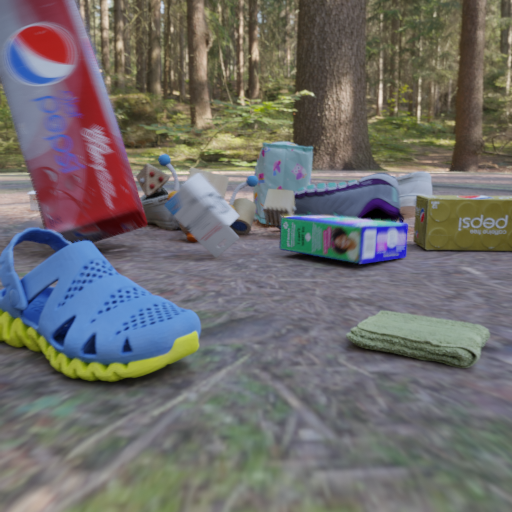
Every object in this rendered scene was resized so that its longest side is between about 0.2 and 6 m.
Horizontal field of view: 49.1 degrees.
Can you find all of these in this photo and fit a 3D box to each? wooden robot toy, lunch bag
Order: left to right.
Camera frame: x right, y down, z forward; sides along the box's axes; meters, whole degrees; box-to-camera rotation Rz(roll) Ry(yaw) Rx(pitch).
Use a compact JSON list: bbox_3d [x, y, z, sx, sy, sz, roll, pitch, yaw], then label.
[{"bbox_3d":[-0.981,-0.814,11.517,3.435,1.558,1.513,13,-33,-3],"label":"wooden robot toy"},{"bbox_3d":[0.623,-1.834,14.019,1.425,1.991,2.337,4,10,-4],"label":"lunch bag"}]

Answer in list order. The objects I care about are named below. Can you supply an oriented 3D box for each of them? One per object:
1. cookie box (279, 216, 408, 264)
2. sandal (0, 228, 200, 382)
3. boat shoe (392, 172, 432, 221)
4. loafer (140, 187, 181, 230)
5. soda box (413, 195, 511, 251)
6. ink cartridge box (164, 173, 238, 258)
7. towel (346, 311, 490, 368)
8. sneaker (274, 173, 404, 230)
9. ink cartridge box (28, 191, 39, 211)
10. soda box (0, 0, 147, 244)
[{"bbox_3d":[1.457,-0.318,9.423,1.662,0.624,1.422,10,10,43],"label":"cookie box"},{"bbox_3d":[-1.550,0.375,4.947,2.492,1.085,0.990,9,12,31],"label":"sandal"},{"bbox_3d":[3.198,-1.440,13.446,1.041,0.990,2.890,12,-5,-12],"label":"boat shoe"},{"bbox_3d":[-2.408,-1.240,13.642,0.960,0.958,2.746,-9,14,-40],"label":"loafer"},{"bbox_3d":[4.422,-0.610,10.336,2.833,0.959,0.907,1,11,2],"label":"soda box"},{"bbox_3d":[-0.828,-0.667,9.422,0.729,1.256,0.426,-39,7,39],"label":"ink cartridge box"},{"bbox_3d":[1.505,0.750,5.220,1.182,0.216,0.877,5,11,29],"label":"towel"},{"bbox_3d":[1.665,-0.876,11.867,2.816,1.048,1.233,-15,47,17],"label":"sneaker"},{"bbox_3d":[-6.313,-1.706,17.117,0.983,0.575,1.695,-2,11,-8],"label":"ink cartridge box"},{"bbox_3d":[-3.422,-2.556,10.047,1.610,4.598,1.458,-18,-7,-7],"label":"soda box"}]
